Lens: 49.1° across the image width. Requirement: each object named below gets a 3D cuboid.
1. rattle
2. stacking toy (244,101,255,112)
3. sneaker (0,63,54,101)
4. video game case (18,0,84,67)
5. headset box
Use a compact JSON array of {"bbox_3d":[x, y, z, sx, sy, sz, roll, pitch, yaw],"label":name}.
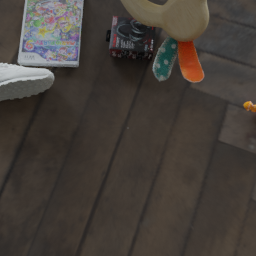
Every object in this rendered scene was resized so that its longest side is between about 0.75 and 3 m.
[{"bbox_3d":[0.741,-1.986,4.440,1.490,1.635,2.289,-23,108,12],"label":"rattle"},{"bbox_3d":[3.612,-0.401,7.213,1.250,0.686,0.726,19,76,15],"label":"stacking toy"},{"bbox_3d":[-3.156,-1.300,7.247,2.431,0.929,0.979,-10,69,-4],"label":"sneaker"},{"bbox_3d":[-2.134,-2.836,7.873,1.641,0.206,2.291,2,79,0],"label":"video game case"},{"bbox_3d":[0.063,-2.444,7.636,1.323,0.511,0.985,7,78,0],"label":"headset box"}]
